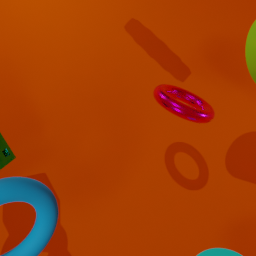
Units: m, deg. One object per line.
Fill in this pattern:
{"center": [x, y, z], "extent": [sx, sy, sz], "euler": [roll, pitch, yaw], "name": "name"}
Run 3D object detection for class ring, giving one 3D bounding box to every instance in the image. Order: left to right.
{"center": [-1.424, 1.178, 3.201], "extent": [0.270, 1.350, 1.350], "euler": [29, 78, 42], "name": "ring"}
{"center": [1.029, -0.464, 5.163], "extent": [1.203, 1.203, 0.241], "euler": [25, 115, 5], "name": "ring"}

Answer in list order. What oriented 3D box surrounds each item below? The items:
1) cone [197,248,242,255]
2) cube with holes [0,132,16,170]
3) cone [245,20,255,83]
{"center": [1.592, 2.898, 4.743], "extent": [1.195, 1.200, 1.195], "euler": [-7, 40, 5], "name": "cone"}
{"center": [-2.890, 0.457, 4.734], "extent": [1.105, 1.105, 1.105], "euler": [-24, 103, 14], "name": "cube with holes"}
{"center": [2.687, -1.176, 3.922], "extent": [1.370, 1.375, 1.370], "euler": [-2, 95, -21], "name": "cone"}
